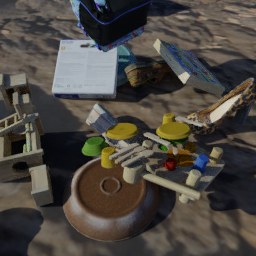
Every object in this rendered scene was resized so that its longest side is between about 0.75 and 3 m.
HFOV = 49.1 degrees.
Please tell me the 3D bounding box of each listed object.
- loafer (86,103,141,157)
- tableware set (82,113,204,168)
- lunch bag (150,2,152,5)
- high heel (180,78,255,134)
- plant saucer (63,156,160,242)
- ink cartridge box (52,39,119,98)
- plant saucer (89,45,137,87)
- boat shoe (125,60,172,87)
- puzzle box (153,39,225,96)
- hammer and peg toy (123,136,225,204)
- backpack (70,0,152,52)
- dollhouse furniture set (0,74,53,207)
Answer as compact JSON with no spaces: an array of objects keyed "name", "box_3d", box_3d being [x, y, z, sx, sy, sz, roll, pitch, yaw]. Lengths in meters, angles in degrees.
[{"name":"loafer","box_3d":[-0.447,0.204,8.319,0.762,0.871,2.423,-50,51,9]},{"name":"tableware set","box_3d":[0.375,0.282,7.280,2.916,0.447,1.964,-24,31,-35]},{"name":"lunch bag","box_3d":[-0.053,-7.308,15.447,1.814,1.300,2.212,-31,44,-25]},{"name":"high heel","box_3d":[2.667,-0.700,8.426,2.418,1.724,0.863,-9,45,-9]},{"name":"plant saucer","box_3d":[-0.426,1.559,7.069,2.472,0.452,2.472,-1,44,0]},{"name":"ink cartridge box","box_3d":[-1.479,-2.159,10.160,2.211,0.488,2.252,2,69,6]},{"name":"plant saucer","box_3d":[-0.831,-2.578,10.877,2.400,0.329,2.400,0,58,0]},{"name":"boat shoe","box_3d":[0.908,-2.013,10.526,2.289,0.823,0.778,-17,84,-31]},{"name":"puzzle box","box_3d":[2.241,-2.308,10.451,1.838,0.351,2.762,11,37,-33]},{"name":"hammer and peg toy","box_3d":[1.117,0.992,6.863,1.947,0.933,2.647,31,36,25]},{"name":"backpack","box_3d":[-0.778,-4.000,8.883,2.285,1.684,2.503,-37,74,-22]},{"name":"dollhouse furniture set","box_3d":[-2.952,0.339,6.961,1.453,2.312,2.614,-13,45,-12]}]
